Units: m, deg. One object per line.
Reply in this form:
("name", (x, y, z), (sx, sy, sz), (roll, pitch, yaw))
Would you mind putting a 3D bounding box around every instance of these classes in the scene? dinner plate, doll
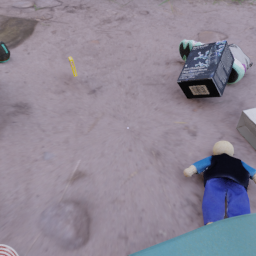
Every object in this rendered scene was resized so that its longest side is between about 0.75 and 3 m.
("dinner plate", (-2.436, 2.749, 4.972), (1.276, 0.155, 1.276), (-8, 56, 12))
("doll", (2.148, 1.225, 6.402), (1.757, 0.624, 2.575), (8, 44, 13))

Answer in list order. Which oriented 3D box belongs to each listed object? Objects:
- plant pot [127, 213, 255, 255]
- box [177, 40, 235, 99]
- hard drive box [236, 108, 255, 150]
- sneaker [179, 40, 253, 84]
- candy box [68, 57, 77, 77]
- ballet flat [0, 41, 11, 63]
("plant pot", (1.688, 2.617, 4.026), (2.995, 2.117, 2.115), (-15, 45, -24))
("box", (2.468, -1.812, 8.802), (1.197, 0.863, 1.612), (1, 55, 42))
("hard drive box", (4.208, 0.030, 7.577), (1.865, 0.716, 1.454), (-12, 45, -13))
("sneaker", (3.297, -2.685, 10.327), (2.589, 1.007, 1.811), (38, 53, 21))
("candy box", (-1.845, -2.061, 9.346), (0.138, 0.533, 1.043), (-18, 23, -8))
("ballet flat", (-5.793, -3.192, 10.822), (2.619, 0.896, 0.890), (8, 46, 9))
